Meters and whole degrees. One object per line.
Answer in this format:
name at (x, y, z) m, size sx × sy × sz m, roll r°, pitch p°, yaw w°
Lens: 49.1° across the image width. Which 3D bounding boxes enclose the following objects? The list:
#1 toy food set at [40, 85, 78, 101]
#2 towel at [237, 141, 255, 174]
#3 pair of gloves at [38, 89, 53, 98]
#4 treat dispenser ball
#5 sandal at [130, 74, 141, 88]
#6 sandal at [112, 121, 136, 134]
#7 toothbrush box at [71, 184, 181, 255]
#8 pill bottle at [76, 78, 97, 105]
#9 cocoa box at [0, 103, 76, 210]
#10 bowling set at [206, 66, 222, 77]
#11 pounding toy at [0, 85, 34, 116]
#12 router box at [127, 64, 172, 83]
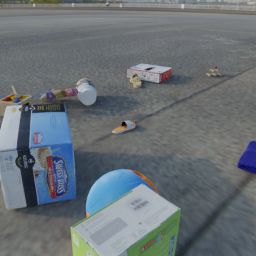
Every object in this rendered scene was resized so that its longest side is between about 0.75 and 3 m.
toy food set at (-2.537, -1.238, 10.606) m, size 1.271 × 0.315 × 1.999 m, roll -15°, pitch 4°, yaw -25°
towel at (3.510, 0.812, 7.268) m, size 1.001 × 0.336 × 1.355 m, roll 11°, pitch 28°, yaw 34°
pair of gloves at (-3.225, -1.403, 11.797) m, size 0.848 × 0.120 × 1.055 m, roll 20°, pitch 34°, yaw 31°
treat dispenser ball at (-0.074, 1.404, 4.981) m, size 1.333 × 1.333 × 1.333 m, roll 0°, pitch 27°, yaw 0°
sandal at (0.391, -2.323, 13.204) m, size 0.516 × 0.463 × 1.407 m, roll -4°, pitch 27°, yaw -6°
sandal at (-0.109, -0.068, 9.006) m, size 0.908 × 0.260 × 0.348 m, roll -23°, pitch 35°, yaw -38°
toothbrush box at (-0.015, 1.808, 3.743) m, size 1.230 × 1.689 × 0.727 m, roll -23°, pitch 35°, yaw -37°
pill bottle at (-1.643, -1.431, 11.119) m, size 0.760 × 0.760 × 1.307 m, roll -6°, pitch 28°, yaw -12°
cocoa box at (-2.058, 0.502, 6.504) m, size 1.459 × 1.483 × 2.224 m, roll -5°, pitch 28°, yaw -15°
bowling set at (4.451, -2.942, 14.385) m, size 0.776 × 0.540 × 0.417 m, roll -2°, pitch 25°, yaw -12°
pounding toy at (-4.067, -0.970, 10.192) m, size 1.024 × 0.791 × 1.113 m, roll 9°, pitch 28°, yaw 15°
router box at (1.097, -2.783, 14.069) m, size 1.765 × 0.431 × 1.584 m, roll 15°, pitch 28°, yaw 26°
